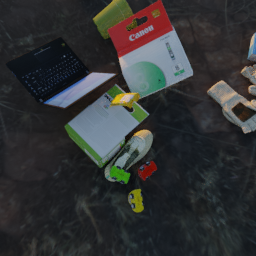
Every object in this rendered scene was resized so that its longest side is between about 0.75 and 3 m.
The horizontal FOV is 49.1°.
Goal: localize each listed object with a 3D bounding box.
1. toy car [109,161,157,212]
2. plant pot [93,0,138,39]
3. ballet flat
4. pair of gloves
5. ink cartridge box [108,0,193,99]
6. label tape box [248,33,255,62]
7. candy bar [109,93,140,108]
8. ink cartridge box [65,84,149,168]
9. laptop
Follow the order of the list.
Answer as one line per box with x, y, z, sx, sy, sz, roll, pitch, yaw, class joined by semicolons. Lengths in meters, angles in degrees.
0.039;1.709;9.318;1.696;0.402;1.803;31;68;-27;toy car
-0.604;-4.446;11.580;1.448;1.525;1.525;-32;72;3;plant pot
0.082;0.894;9.777;0.815;0.815;2.348;37;73;13;ballet flat
4.818;-1.244;10.743;2.791;0.489;2.373;-28;71;-11;pair of gloves
0.734;-2.765;10.145;2.311;0.719;2.872;-23;100;18;ink cartridge box
5.810;-3.174;11.472;1.530;0.506;1.096;16;71;4;label tape box
-0.167;-0.875;8.884;0.242;2.187;0.545;43;81;-17;candy bar
-0.706;-0.093;10.077;2.447;0.927;1.809;-42;74;-17;ink cartridge box
-2.338;-2.095;10.009;2.571;1.498;2.901;-40;90;-33;laptop
